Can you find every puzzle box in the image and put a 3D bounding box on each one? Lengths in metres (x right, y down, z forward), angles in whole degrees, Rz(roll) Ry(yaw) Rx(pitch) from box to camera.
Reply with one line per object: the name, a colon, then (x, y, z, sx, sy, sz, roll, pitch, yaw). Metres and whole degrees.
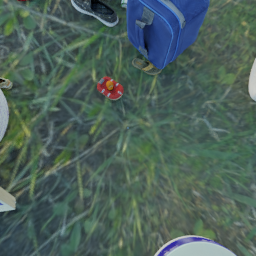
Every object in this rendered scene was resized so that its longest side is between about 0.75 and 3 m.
puzzle box: (-4.386, 1.871, 6.918, 2.665, 1.773, 0.339, -6, 63, -7)

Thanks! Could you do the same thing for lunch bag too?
lunch bag: (0.964, -2.984, 7.912, 1.748, 2.574, 1.703, 43, 79, 13)

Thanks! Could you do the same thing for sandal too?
sandal: (0.592, -1.967, 8.837, 0.983, 0.265, 0.395, 24, 76, 6)

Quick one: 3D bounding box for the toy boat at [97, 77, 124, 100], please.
toy boat: (-0.534, -1.246, 8.495, 0.840, 0.549, 0.548, 34, 78, 9)

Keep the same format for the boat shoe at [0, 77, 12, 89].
boat shoe: (-4.164, -1.442, 8.642, 1.076, 0.368, 0.402, 2, 75, 1)

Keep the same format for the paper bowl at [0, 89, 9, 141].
paper bowl: (-4.874, -0.397, 7.653, 2.717, 1.413, 2.717, -1, 83, 4)

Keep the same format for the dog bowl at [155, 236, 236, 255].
dog bowl: (1.727, 4.036, 6.835, 2.557, 1.007, 2.557, 0, 75, 0)

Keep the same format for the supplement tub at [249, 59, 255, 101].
supplement tub: (4.974, -1.388, 7.868, 2.518, 1.826, 1.826, 13, 75, 3)

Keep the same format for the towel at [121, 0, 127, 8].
towel: (0.946, -4.592, 9.560, 2.080, 0.243, 1.586, 14, 75, 4)

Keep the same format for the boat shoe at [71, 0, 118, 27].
boat shoe: (-1.122, -4.014, 9.211, 1.831, 0.607, 0.640, 37, 78, 9)
